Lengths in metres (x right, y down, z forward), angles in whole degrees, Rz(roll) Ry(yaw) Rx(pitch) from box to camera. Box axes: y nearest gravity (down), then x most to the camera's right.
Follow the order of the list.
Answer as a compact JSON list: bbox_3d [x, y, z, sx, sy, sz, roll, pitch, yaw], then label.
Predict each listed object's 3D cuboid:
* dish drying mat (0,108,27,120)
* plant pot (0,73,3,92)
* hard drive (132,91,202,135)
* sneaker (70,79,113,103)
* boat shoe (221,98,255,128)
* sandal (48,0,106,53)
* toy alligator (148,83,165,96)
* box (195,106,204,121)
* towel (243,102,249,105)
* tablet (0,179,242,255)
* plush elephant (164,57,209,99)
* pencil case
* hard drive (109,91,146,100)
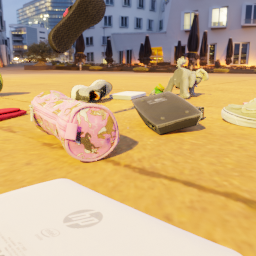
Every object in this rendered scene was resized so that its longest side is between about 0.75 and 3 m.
[{"bbox_3d":[-4.330,-0.310,8.192,1.081,0.256,2.814,4,14,20],"label":"dish drying mat"},{"bbox_3d":[-7.388,-2.171,13.442,1.892,1.892,1.797,4,26,16],"label":"plant pot"},{"bbox_3d":[0.954,-0.439,7.451,1.325,0.416,1.964,-15,26,-11],"label":"hard drive"},{"bbox_3d":[-1.385,-1.507,12.266,0.978,0.911,2.466,18,26,27],"label":"sneaker"},{"bbox_3d":[3.578,-0.412,7.451,0.913,0.787,2.538,-7,15,-28],"label":"boat shoe"},{"bbox_3d":[-1.342,-2.740,7.148,0.484,0.807,2.148,10,55,44],"label":"sandal"},{"bbox_3d":[1.354,-1.467,12.418,0.663,0.725,2.444,41,16,-2],"label":"toy alligator"},{"bbox_3d":[1.719,-0.415,8.331,0.754,0.396,0.921,11,17,38],"label":"box"},{"bbox_3d":[5.113,-0.776,10.236,1.186,0.242,1.620,-2,13,-5],"label":"towel"},{"bbox_3d":[-0.627,0.978,2.478,1.745,0.183,2.682,-12,14,-41],"label":"tablet"},{"bbox_3d":[3.005,-2.325,14.075,1.624,2.098,1.728,13,-3,-33],"label":"plush elephant"},{"bbox_3d":[-1.195,-0.145,5.720,1.125,1.077,2.601,-31,27,-23],"label":"pencil case"},{"bbox_3d":[0.011,-1.598,13.766,1.157,0.234,1.753,6,14,25],"label":"hard drive"}]
